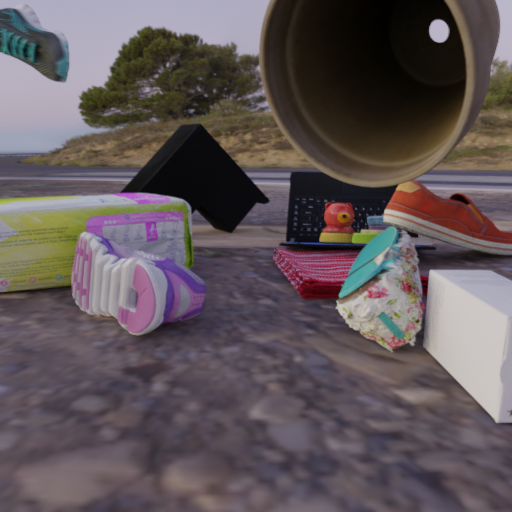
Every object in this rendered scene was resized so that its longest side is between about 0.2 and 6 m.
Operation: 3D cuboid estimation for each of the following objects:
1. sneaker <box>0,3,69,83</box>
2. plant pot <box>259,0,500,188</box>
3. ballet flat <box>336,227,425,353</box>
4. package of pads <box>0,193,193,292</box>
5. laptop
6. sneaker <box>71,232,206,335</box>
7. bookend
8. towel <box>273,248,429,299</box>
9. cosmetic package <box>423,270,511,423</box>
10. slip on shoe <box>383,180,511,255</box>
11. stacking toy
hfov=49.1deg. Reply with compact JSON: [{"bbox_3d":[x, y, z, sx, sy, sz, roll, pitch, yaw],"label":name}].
[{"bbox_3d":[-2.911,-2.613,6.932,0.753,0.641,1.651,-18,47,-42],"label":"sneaker"},{"bbox_3d":[1.665,-2.335,6.355,2.501,2.501,2.170,10,36,42],"label":"plant pot"},{"bbox_3d":[1.438,0.358,6.207,0.988,0.835,2.612,-40,0,23],"label":"ballet flat"},{"bbox_3d":[-2.862,-0.302,8.546,3.382,1.153,2.613,-6,12,-24],"label":"package of pads"},{"bbox_3d":[1.830,-0.932,10.570,2.596,1.513,2.929,2,56,7],"label":"laptop"},{"bbox_3d":[-1.383,0.296,6.497,0.992,0.902,2.244,-1,13,-41],"label":"sneaker"},{"bbox_3d":[-1.415,-1.207,12.437,2.439,2.423,1.123,44,-12,-28],"label":"bookend"},{"bbox_3d":[1.312,0.186,8.317,1.839,0.286,2.543,-1,11,-8],"label":"towel"},{"bbox_3d":[1.924,0.650,4.557,0.637,0.808,1.501,1,13,-4],"label":"cosmetic package"},{"bbox_3d":[3.588,-0.610,9.758,2.935,0.898,1.087,15,4,-20],"label":"slip on shoe"},{"bbox_3d":[2.106,-0.565,9.750,1.693,0.715,1.532,0,2,-22],"label":"stacking toy"}]
